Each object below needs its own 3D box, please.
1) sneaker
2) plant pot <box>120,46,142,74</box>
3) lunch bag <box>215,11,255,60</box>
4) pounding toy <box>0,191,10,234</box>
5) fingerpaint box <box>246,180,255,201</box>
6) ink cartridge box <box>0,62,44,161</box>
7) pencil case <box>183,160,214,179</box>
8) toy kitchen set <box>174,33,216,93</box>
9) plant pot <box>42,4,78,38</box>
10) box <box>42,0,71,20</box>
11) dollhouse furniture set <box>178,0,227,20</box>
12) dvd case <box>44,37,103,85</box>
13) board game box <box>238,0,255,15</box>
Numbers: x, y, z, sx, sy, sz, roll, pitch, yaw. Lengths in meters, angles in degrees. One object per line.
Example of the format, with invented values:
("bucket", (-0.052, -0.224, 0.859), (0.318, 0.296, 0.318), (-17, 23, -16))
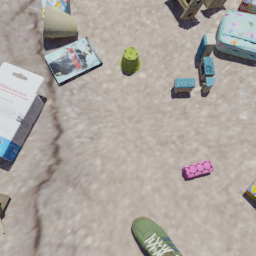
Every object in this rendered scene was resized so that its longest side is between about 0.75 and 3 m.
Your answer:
("sneaker", (0.999, 3.310, 7.371), (0.781, 1.046, 2.331), (-38, 77, -11))
("plant pot", (0.092, -2.306, 9.294), (0.754, 0.693, 0.754), (0, 74, 0))
("lunch bag", (3.988, -3.121, 9.538), (1.828, 0.704, 1.466), (15, 73, 5))
("pounding toy", (-3.918, 2.274, 7.929), (1.132, 0.805, 1.042), (17, 73, 16))
("fingerpaint box", (4.152, 1.745, 8.091), (1.109, 0.407, 0.925), (-45, 67, -9))
("ink cartridge box", (-3.702, -0.508, 8.630), (1.537, 0.885, 2.653), (22, 74, 7))
("pencil case", (2.092, 1.215, 8.376), (0.874, 0.397, 0.410), (-13, 73, -7))
("toy kitchen set", (2.120, -2.069, 9.072), (1.324, 0.974, 1.653), (-2, 72, -1))
("plant pot", (-2.311, -3.538, 9.588), (1.115, 1.045, 1.045), (6, 72, -19))
("box", (-2.611, -4.532, 10.198), (0.971, 0.268, 1.422), (-6, 73, -2))
("dollhouse furniture set", (2.510, -4.774, 9.965), (1.727, 1.210, 1.217), (-17, 71, -30))
("dvd case", (-1.856, -2.317, 9.563), (1.656, 0.182, 1.209), (-27, 75, -10))
("board game box", (5.201, -4.589, 10.123), (1.913, 0.443, 1.449), (29, 75, 9))
